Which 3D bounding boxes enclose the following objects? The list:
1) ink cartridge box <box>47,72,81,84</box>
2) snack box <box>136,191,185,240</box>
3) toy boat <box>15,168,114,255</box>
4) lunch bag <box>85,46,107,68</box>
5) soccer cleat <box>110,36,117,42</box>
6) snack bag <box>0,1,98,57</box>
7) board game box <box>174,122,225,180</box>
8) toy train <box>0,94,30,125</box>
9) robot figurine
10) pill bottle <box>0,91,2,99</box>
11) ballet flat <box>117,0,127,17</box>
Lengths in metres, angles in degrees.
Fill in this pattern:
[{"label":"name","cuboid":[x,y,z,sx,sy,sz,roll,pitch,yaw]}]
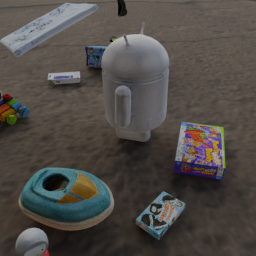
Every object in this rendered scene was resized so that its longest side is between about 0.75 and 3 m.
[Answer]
[{"label":"ink cartridge box","cuboid":[-2.487,-1.948,10.903,1.252,0.246,0.623,-4,35,-9]},{"label":"snack box","cuboid":[0.668,1.726,5.635,0.555,0.177,0.955,25,42,32]},{"label":"toy boat","cuboid":[-1.279,1.526,5.158,1.893,1.046,2.252,7,35,9]},{"label":"lunch bag","cuboid":[-0.818,-3.259,12.407,1.406,0.878,1.867,11,27,19]},{"label":"soccer cleat","cuboid":[-0.552,-4.508,14.646,0.945,0.305,0.395,27,73,27]},{"label":"snack bag","cuboid":[-2.369,-2.984,8.256,2.686,0.305,2.848,-36,35,-14]},{"label":"board game box","cuboid":[1.854,0.519,7.202,1.146,0.382,1.704,8,35,11]},{"label":"toy train","cuboid":[-3.744,-0.347,8.335,0.882,0.645,1.524,25,40,11]},{"label":"robot figurine","cuboid":[0.192,-1.076,7.232,1.669,2.956,2.507,7,37,12]},{"label":"pill bottle","cuboid":[-4.833,-1.032,9.284,0.577,0.577,1.086,27,43,33]},{"label":"ballet flat","cuboid":[-0.306,-4.635,10.569,0.375,1.320,0.439,-30,73,3]}]
